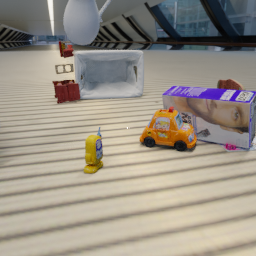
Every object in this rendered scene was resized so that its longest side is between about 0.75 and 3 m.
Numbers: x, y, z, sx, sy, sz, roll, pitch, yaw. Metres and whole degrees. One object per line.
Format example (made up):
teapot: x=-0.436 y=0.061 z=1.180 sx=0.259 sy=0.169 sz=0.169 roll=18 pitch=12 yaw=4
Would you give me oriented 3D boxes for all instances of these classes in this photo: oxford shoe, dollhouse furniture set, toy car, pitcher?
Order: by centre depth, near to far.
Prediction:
toy car: x=0.431 y=0.176 z=5.976 sx=1.381 sy=0.937 sz=2.815 roll=13 pitch=22 yaw=35
pitcher: x=-1.010 y=-3.050 z=7.345 sx=1.337 sy=1.559 sz=0.945 roll=-10 pitch=45 yaw=-23
dollhouse furniture set: x=-2.535 y=-2.220 z=10.966 sx=0.919 sy=2.259 sz=1.216 roll=-10 pitch=18 yaw=-16
oxford shoe: x=4.565 y=-1.746 z=11.969 sx=0.784 sy=0.751 sz=2.123 roll=1 pitch=19 yaw=-6

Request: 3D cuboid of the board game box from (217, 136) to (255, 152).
board game box: x=2.739 y=0.269 z=6.919 sx=1.149 sy=0.149 sz=1.149 roll=-2 pitch=19 yaw=-7

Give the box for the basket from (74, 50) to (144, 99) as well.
basket: x=-0.886 y=-2.335 z=11.917 sx=2.810 sy=1.904 sz=1.733 roll=-4 pitch=17 yaw=-14

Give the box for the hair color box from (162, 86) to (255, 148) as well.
hair color box: x=1.938 y=-0.325 z=6.822 sx=2.127 sy=1.163 sz=0.689 roll=9 pitch=34 yaw=34
